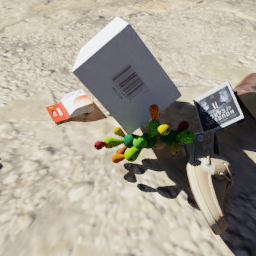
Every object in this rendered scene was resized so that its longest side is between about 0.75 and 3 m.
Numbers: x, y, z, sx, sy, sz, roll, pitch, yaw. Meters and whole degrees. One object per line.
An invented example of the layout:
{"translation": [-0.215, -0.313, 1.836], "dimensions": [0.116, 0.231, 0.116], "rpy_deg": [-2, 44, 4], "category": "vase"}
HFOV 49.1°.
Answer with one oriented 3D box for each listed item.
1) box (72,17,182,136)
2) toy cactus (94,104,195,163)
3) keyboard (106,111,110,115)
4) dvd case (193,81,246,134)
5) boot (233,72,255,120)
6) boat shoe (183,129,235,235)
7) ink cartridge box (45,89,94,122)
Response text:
{"translation": [-0.121, -1.455, 6.863], "dimensions": [1.452, 1.853, 2.979], "rpy_deg": [-37, 22, 11], "category": "box"}
{"translation": [0.457, 0.178, 6.148], "dimensions": [2.073, 1.060, 1.711], "rpy_deg": [-18, -7, 24], "category": "toy cactus"}
{"translation": [-0.017, -0.387, 7.855], "dimensions": [1.168, 0.062, 0.329], "rpy_deg": [12, 49, 12], "category": "keyboard"}
{"translation": [2.310, -0.486, 7.263], "dimensions": [1.083, 0.178, 1.441], "rpy_deg": [-29, 39, 25], "category": "dvd case"}
{"translation": [3.802, -1.021, 7.824], "dimensions": [2.362, 0.759, 2.201], "rpy_deg": [-27, 27, -35], "category": "boot"}
{"translation": [1.618, 0.841, 5.416], "dimensions": [0.789, 0.872, 2.447], "rpy_deg": [-21, 35, 17], "category": "boat shoe"}
{"translation": [-1.688, -0.666, 7.994], "dimensions": [1.202, 0.301, 0.975], "rpy_deg": [-18, 38, -21], "category": "ink cartridge box"}
